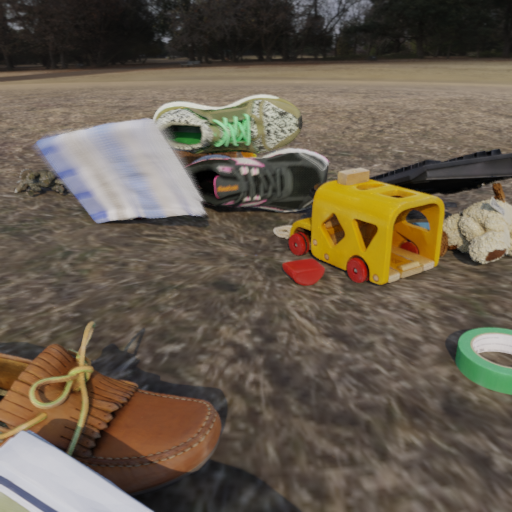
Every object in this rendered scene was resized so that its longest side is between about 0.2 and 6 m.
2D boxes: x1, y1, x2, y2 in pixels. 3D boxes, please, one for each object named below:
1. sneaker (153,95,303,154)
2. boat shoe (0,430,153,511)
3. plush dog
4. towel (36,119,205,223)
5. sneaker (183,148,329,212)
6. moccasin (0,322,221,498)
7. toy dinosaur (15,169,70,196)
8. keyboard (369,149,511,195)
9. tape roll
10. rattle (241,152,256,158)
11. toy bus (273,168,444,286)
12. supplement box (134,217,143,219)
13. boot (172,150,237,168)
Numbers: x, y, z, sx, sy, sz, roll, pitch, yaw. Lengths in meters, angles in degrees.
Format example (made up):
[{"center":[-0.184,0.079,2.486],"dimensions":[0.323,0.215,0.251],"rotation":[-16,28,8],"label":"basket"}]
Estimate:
[{"center":[-0.614,-2.240,10.259],"dimensions":[2.925,1.125,1.296],"rotation":[-3,26,9],"label":"sneaker"},{"center":[-0.508,1.923,2.929],"dimensions":[2.859,1.029,0.887],"rotation":[17,60,29],"label":"boat shoe"},{"center":[3.385,-0.430,8.774],"dimensions":[1.425,1.143,1.224],"rotation":[-11,-6,-45],"label":"plush dog"},{"center":[-2.279,-1.317,9.362],"dimensions":[2.596,1.907,0.309],"rotation":[-1,46,31],"label":"towel"},{"center":[-0.183,-1.315,10.639],"dimensions":[3.114,1.251,1.344],"rotation":[-1,15,26],"label":"sneaker"},{"center":[-1.650,1.148,4.436],"dimensions":[2.806,1.083,1.026],"rotation":[7,22,18],"label":"moccasin"},{"center":[-4.563,-1.665,12.310],"dimensions":[1.666,0.641,0.852],"rotation":[-4,28,-4],"label":"toy dinosaur"},{"center":[2.913,-1.330,9.868],"dimensions":[2.350,0.502,3.913],"rotation":[-4,2,-12],"label":"keyboard"},{"center":[2.592,1.074,5.815],"dimensions":[0.970,0.233,0.970],"rotation":[0,21,0],"label":"tape roll"},{"center":[0.134,-2.650,14.589],"dimensions":[1.220,0.871,0.794],"rotation":[-16,10,-22],"label":"rattle"},{"center":[1.493,-0.598,8.519],"dimensions":[2.678,1.384,2.527],"rotation":[3,21,8],"label":"toy bus"},{"center":[-2.528,-1.310,11.392],"dimensions":[1.033,0.578,1.898],"rotation":[4,21,6],"label":"supplement box"},{"center":[-2.342,-2.635,14.250],"dimensions":[3.322,1.246,1.781],"rotation":[-3,15,-23],"label":"boot"}]
